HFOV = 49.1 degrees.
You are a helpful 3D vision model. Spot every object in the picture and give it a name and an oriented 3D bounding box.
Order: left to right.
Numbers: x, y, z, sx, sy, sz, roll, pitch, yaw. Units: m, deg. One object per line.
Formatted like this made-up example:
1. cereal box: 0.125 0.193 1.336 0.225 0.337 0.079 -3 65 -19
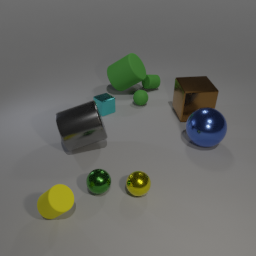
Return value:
1. cylinder: -1.825 1.855 7.056 0.700 0.700 0.700 24 48 -30
2. cylinder: -1.574 -0.079 9.615 1.400 1.400 1.400 -19 33 -3
3. ball: -0.819 1.496 7.868 0.700 0.700 0.700 0 31 0
4. cube: -1.023 -1.028 12.186 0.700 0.700 0.700 -22 37 -31
5. cylinder: -0.061 -2.689 13.568 1.400 1.400 1.400 -23 18 32
6. ball: 0.295 1.553 7.861 0.700 0.700 0.700 0 31 0
7. ball: 0.585 -1.388 12.792 0.700 0.700 0.700 0 31 0
8. cylinder: 1.167 -2.356 14.205 0.700 0.700 0.700 -7 30 -34
9. cube: 2.764 -1.234 11.747 1.400 1.400 1.400 -4 35 -6
10. ball: 2.744 -0.027 9.830 1.400 1.400 1.400 0 31 0
